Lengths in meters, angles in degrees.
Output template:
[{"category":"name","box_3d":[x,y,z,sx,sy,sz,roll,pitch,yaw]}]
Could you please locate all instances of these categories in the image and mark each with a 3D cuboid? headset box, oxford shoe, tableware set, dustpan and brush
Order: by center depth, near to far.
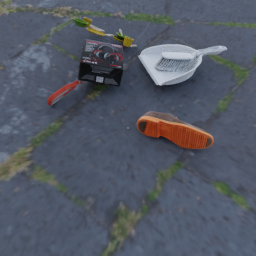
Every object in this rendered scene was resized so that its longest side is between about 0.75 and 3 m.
[{"category":"oxford shoe","box_3d":[1.351,-0.050,7.769,2.120,0.756,0.773,19,43,17]},{"category":"headset box","box_3d":[-0.861,-2.188,9.095,1.335,0.674,1.796,8,40,-9]},{"category":"dustpan and brush","box_3d":[2.010,-2.352,9.418,2.846,0.814,1.986,-7,45,-19]},{"category":"tableware set","box_3d":[-0.771,-3.459,9.988,2.235,0.343,1.506,29,25,13]}]

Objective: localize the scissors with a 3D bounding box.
[{"category":"scissors","box_3d":[-1.556,-1.440,8.862,2.508,0.918,0.175,-40,93,-29]}]
